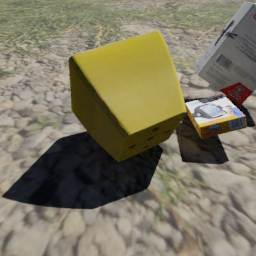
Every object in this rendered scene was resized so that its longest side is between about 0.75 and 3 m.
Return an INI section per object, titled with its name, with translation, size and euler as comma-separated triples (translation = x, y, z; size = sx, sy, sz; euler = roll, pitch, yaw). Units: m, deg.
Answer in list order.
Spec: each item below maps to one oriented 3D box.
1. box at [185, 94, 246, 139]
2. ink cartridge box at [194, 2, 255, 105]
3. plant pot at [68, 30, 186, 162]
[box]
translation = 2.010, -0.367, 6.735
size = 0.997, 0.347, 1.676
euler = -14, 27, 4
[ink cartridge box]
translation = 3.212, -2.056, 7.819
size = 1.618, 2.242, 0.939
euler = 31, 25, -12
[plant pot]
translation = 0.058, -0.493, 5.908
size = 1.999, 1.999, 1.763
euler = -23, 68, -19
